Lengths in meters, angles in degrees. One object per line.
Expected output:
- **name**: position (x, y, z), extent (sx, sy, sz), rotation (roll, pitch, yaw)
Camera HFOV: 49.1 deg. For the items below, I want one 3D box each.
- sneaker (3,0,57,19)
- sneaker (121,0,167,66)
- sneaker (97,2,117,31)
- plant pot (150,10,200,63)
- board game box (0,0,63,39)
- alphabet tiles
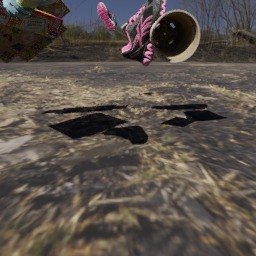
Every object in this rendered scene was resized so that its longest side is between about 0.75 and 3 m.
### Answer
- **sneaker**: position (-1.909, -2.464, 5.402), extent (0.674, 1.107, 1.695), rotation (27, 25, -39)
- **sneaker**: position (0.450, -3.430, 9.282), extent (1.298, 2.721, 1.075), rotation (13, 32, -4)
- **sneaker**: position (-0.869, -4.870, 12.210), extent (0.466, 1.264, 0.553), rotation (-18, 27, 34)
- **plant pot**: position (1.230, -2.712, 8.205), extent (1.389, 1.389, 1.271), rotation (-2, 23, -7)
- **board game box**: position (-3.036, -2.802, 6.596), extent (1.793, 0.548, 2.367), rotation (29, 19, 30)
- **alphabet tiles**: position (-3.297, -3.291, 8.854), extent (0.090, 2.842, 2.365), rotation (58, 9, 28)
